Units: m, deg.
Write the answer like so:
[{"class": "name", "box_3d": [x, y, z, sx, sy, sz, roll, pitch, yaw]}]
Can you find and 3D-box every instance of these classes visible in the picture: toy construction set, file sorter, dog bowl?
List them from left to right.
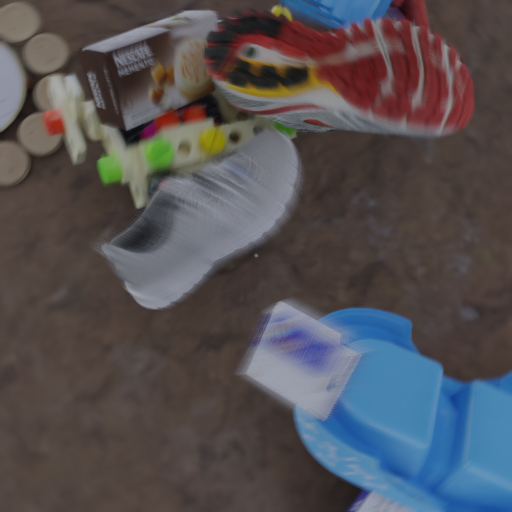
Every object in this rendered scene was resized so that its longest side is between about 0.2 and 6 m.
[{"class": "toy construction set", "box_3d": [-1.013, -1.946, 7.955, 3.784, 1.743, 2.481, -17, 98, -10]}, {"class": "file sorter", "box_3d": [1.005, -4.708, 8.314, 1.679, 1.899, 2.737, 14, 34, -24]}, {"class": "dog bowl", "box_3d": [2.176, 2.069, 6.699, 3.809, 0.944, 2.123, 23, 44, 8]}]

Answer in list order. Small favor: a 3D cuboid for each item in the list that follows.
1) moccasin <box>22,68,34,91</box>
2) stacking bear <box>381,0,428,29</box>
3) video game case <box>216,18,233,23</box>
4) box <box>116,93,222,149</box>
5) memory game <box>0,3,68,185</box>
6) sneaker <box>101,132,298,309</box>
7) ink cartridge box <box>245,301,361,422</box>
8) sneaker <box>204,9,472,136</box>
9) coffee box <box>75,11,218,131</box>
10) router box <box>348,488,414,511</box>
[{"class": "moccasin", "box_3d": [-4.613, -2.955, 9.182, 1.967, 0.719, 0.759, 12, 83, 1]}, {"class": "stacking bear", "box_3d": [1.696, -3.417, 9.191, 1.954, 1.187, 1.111, -21, 110, 2]}, {"class": "video game case", "box_3d": [-0.501, -3.723, 9.791, 0.932, 0.117, 1.024, -10, 69, -4]}, {"class": "box", "box_3d": [-1.431, -2.026, 8.686, 1.528, 0.877, 1.010, -37, 71, -11]}, {"class": "memory game", "box_3d": [-4.549, -2.600, 8.841, 3.386, 0.216, 3.386, 0, 84, -4]}, {"class": "sneaker", "box_3d": [-0.604, -0.574, 6.772, 2.774, 1.137, 1.036, -46, 50, -9]}, {"class": "ink cartridge box", "box_3d": [0.464, 1.064, 5.660, 0.953, 0.942, 0.224, 28, 28, 11]}, {"class": "sneaker", "box_3d": [1.052, -2.183, 7.047, 3.284, 1.349, 1.278, 14, 82, 5]}, {"class": "coffee box", "box_3d": [-1.277, -2.413, 7.190, 1.730, 0.989, 0.690, -34, 40, -32]}, {"class": "router box", "box_3d": [1.644, 4.169, 6.380, 2.246, 0.611, 2.503, 38, 73, 14]}]
